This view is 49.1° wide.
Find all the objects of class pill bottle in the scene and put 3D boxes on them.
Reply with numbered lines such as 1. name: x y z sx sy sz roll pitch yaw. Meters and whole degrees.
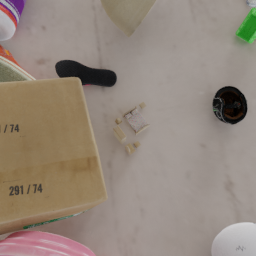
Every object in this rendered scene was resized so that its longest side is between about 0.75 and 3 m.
1. pill bottle: -3.369 -3.696 7.371 1.402 1.402 2.493 12 73 3

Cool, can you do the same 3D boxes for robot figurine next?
1. robot figurine: 2.493 3.005 5.397 1.694 1.407 2.255 -8 72 -24

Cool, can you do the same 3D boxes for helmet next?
1. helmet: 2.433 -0.552 6.739 0.852 0.813 0.852 0 115 1

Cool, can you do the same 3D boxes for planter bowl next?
1. planter bowl: 0.055 -3.500 6.775 1.403 2.085 2.085 33 75 -13

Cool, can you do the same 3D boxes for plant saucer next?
1. plant saucer: -1.486 2.550 5.205 2.312 2.312 0.586 9 47 3

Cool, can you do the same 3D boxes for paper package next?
1. paper package: -2.215 0.578 5.661 2.956 1.529 2.818 -9 74 -21

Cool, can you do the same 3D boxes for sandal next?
1. sandal: -1.077 -1.336 7.178 1.578 0.356 0.592 9 90 -17

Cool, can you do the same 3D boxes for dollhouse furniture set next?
1. dollhouse furniture set: 0.218 -0.054 6.740 1.092 0.533 0.931 -35 77 -9

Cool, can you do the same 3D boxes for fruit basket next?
1. fruit basket: 3.366 -2.720 7.500 0.620 0.860 0.860 36 77 10

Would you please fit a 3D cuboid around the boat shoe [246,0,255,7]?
1. boat shoe: 3.959 -3.777 7.872 1.144 0.488 0.422 -9 74 -3

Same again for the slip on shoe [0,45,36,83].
1. slip on shoe: -3.132 -1.618 7.074 2.494 0.924 0.763 35 47 5
